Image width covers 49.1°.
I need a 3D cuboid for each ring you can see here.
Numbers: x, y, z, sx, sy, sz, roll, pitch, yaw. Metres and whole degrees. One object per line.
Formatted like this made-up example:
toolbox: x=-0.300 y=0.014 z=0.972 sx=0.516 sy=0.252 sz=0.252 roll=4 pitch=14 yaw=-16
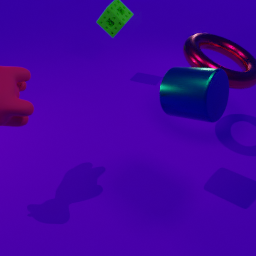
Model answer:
ring: x=2.247 y=-1.639 z=6.700 sx=1.972 sy=0.394 sz=1.972 roll=12 pitch=44 yaw=-11

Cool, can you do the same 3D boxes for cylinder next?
cylinder: x=1.180 y=-0.610 z=4.982 sx=0.912 sy=0.912 sz=0.912 roll=13 pitch=37 yaw=40

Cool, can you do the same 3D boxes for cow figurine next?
cow figurine: x=-2.546 y=-0.416 z=4.926 sx=1.624 sy=0.906 sz=1.650 roll=1 pitch=67 yaw=-32

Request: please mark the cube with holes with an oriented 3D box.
cube with holes: x=-0.434 y=-3.672 z=9.368 sx=0.746 sy=0.746 sz=0.746 roll=41 pitch=51 yaw=-14
